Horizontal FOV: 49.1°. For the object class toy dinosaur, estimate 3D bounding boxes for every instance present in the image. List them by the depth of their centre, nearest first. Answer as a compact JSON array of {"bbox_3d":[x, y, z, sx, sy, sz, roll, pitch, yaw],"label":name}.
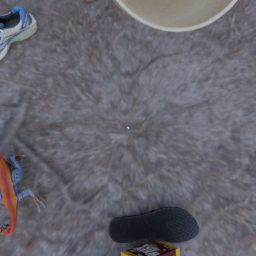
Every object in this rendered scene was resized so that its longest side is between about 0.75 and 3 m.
[{"bbox_3d":[-2.700,1.392,6.107,0.957,1.822,1.653,-22,47,11],"label":"toy dinosaur"}]

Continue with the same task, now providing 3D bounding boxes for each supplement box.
[{"bbox_3d":[0.476,2.991,5.736,1.026,0.681,1.012,-2,89,-37],"label":"supplement box"}]

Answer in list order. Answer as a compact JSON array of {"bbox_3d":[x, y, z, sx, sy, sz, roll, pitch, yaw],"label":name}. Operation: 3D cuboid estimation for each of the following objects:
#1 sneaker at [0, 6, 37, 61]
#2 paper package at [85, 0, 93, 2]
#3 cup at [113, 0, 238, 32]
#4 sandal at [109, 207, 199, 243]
[{"bbox_3d":[-3.311,-2.397,7.091,2.007,0.855,0.773,-43,81,-7],"label":"sneaker"},{"bbox_3d":[-0.686,-4.959,7.451,2.301,1.190,2.193,-30,80,-5],"label":"paper package"},{"bbox_3d":[0.523,-2.924,4.661,2.538,1.815,2.538,-5,109,-14],"label":"cup"},{"bbox_3d":[0.572,2.208,6.379,2.034,0.458,0.764,-9,79,14],"label":"sandal"}]
